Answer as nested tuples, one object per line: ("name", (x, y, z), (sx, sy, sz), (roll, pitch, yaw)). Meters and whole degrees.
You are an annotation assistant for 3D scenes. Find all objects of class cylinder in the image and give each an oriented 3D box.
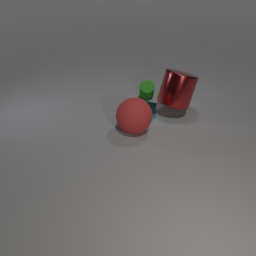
("cylinder", (0.902, -1.824, 13.442), (0.700, 0.700, 0.700), (0, 69, 1))
("cylinder", (2.091, -1.654, 11.877), (1.400, 1.400, 1.400), (13, 19, -5))

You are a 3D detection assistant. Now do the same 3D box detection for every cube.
("cube", (0.738, -0.677, 11.800), (0.700, 0.700, 0.700), (15, 34, 23))

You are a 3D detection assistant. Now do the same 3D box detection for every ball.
("ball", (0.233, -0.475, 10.789), (1.400, 1.400, 1.400), (0, 31, 0))
